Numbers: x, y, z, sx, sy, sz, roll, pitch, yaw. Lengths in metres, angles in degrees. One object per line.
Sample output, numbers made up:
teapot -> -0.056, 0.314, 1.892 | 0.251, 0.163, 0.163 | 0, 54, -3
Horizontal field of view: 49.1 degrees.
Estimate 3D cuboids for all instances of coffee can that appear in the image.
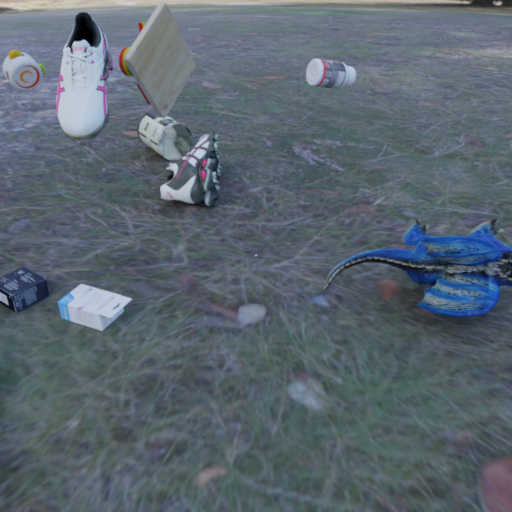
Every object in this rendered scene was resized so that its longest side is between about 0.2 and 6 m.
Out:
coffee can -> -2.592, -3.401, 15.801 | 1.051, 1.051, 1.436 | -19, 36, -28

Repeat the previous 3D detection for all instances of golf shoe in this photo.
golf shoe -> -1.533, -2.224, 13.758 | 1.332, 1.167, 3.024 | -4, 30, 3
golf shoe -> -2.467, -2.500, 7.817 | 0.712, 0.903, 1.961 | -5, 61, -1

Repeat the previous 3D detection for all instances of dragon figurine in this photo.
dragon figurine -> 3.171, 0.189, 8.930 | 4.206, 1.238, 2.091 | 0, 14, 7

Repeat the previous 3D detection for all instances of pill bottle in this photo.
pill bottle -> 1.761, -4.224, 13.054 | 1.085, 0.601, 0.601 | -4, 29, -29

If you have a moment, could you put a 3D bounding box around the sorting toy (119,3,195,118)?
sorting toy -> -1.692, -3.232, 9.324 | 0.454, 1.296, 1.304 | 12, 64, 25

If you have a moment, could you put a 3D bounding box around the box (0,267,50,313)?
box -> -4.076, 0.579, 9.678 | 0.668, 0.399, 0.679 | 21, 36, 31

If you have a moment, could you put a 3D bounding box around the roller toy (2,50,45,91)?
roller toy -> -4.810, -3.789, 11.488 | 0.519, 0.678, 0.743 | 46, 16, 29

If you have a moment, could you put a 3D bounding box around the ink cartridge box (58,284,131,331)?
ink cartridge box -> -2.628, 0.867, 9.229 | 1.056, 0.358, 0.608 | 13, 33, 21
